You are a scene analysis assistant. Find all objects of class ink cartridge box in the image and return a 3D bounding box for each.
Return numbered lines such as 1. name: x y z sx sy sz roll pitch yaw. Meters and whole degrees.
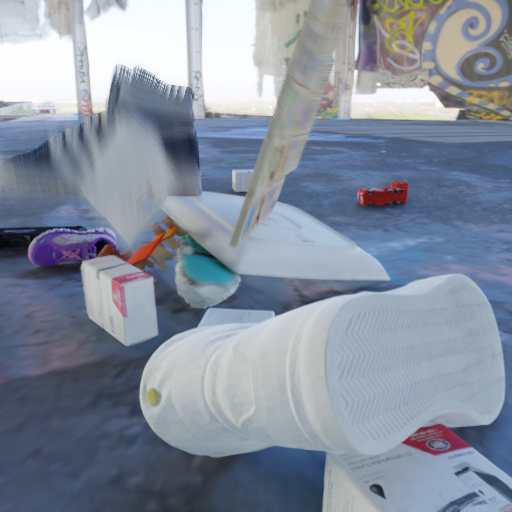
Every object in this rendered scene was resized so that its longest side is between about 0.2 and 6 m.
1. ink cartridge box: -1.602 0.493 6.526 0.442 0.760 1.043 -16 23 -38
2. ink cartridge box: -1.540 -0.921 6.944 1.072 1.217 0.272 47 27 6
3. ink cartridge box: 1.116 1.619 3.220 0.967 0.546 1.318 -6 18 -22

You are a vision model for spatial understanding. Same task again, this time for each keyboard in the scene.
1. keyboard: -4.279 -0.306 9.997 2.241 0.287 1.346 -3 11 -6

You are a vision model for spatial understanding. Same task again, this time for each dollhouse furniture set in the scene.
1. dollhouse furniture set: -1.645 0.021 7.577 1.139 0.593 1.151 -20 33 48

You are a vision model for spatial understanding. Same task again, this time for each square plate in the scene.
1. square plate: 0.220 -0.389 8.478 2.790 0.397 2.763 4 21 -35

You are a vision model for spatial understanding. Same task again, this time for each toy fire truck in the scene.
1. toy fire truck: 3.141 -1.531 13.749 1.557 0.379 1.098 -4 17 -11

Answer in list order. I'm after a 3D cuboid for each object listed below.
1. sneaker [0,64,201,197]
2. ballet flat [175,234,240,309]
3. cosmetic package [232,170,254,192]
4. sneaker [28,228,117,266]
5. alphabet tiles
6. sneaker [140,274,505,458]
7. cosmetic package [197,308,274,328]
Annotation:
1. sneaker: -2.243 -1.720 7.920 3.195 1.733 1.120 4 7 18
2. ballet flat: -0.682 0.258 7.369 0.820 0.820 2.285 -2 20 -6
3. cosmetic package: -0.287 -2.032 15.112 0.644 0.531 0.531 -3 17 -10
4. sneaker: -2.830 -0.100 8.886 1.431 0.576 0.633 -10 27 -33
5. alphabet tiles: 0.585 -1.923 7.546 0.142 3.148 3.766 21 16 6
6. sneaker: 0.676 0.860 4.503 1.914 1.220 3.312 -15 -17 38
7. cosmetic package: -0.186 0.896 5.533 0.700 0.577 0.577 1 17 8
